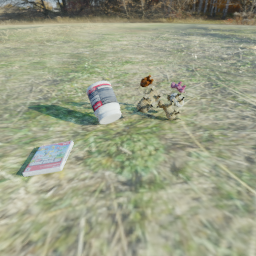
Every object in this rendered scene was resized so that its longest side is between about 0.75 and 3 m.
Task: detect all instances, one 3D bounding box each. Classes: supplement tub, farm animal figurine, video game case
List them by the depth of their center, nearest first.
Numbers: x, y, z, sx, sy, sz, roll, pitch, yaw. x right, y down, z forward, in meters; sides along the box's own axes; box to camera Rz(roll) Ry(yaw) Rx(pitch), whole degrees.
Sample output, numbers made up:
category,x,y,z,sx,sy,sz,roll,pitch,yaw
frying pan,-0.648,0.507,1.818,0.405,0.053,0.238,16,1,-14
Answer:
category,x,y,z,sx,sy,sz,roll,pitch,yaw
video game case,-1.788,0.675,6.423,0.860,0.105,1.203,-10,24,7
supplement tub,-0.713,-0.758,8.337,0.782,0.782,1.114,-14,71,-27
farm animal figurine,1.008,-0.896,8.756,1.588,0.799,1.283,12,63,-22
